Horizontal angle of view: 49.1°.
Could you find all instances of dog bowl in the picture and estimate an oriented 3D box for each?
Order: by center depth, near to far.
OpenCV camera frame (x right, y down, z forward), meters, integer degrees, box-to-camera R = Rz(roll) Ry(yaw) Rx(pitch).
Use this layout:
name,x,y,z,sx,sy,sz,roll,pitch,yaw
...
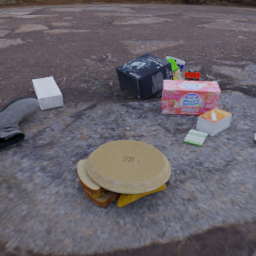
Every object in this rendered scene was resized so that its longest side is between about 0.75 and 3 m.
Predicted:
name,x,y,z,sx,sy,sz,roll,pitch,yaw
dog bowl,2.895,-4.028,17.438,1.220,0.481,1.220,14,23,-6

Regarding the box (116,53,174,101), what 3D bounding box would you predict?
name,x,y,z,sx,sy,sz,roll,pitch,yaw
box,0.859,-2.666,14.305,2.109,1.238,2.074,-30,40,-18

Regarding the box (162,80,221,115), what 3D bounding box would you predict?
name,x,y,z,sx,sy,sz,roll,pitch,yaw
box,2.749,-1.361,12.489,2.423,1.243,1.147,4,31,5

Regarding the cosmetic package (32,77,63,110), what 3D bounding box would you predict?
name,x,y,z,sx,sy,sz,roll,pitch,yaw
cosmetic package,-3.960,-1.746,13.706,1.058,0.649,2.564,-12,33,-19

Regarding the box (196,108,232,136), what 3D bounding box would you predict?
name,x,y,z,sx,sy,sz,roll,pitch,yaw
box,3.454,-0.259,11.246,1.235,0.602,0.768,-24,38,-34

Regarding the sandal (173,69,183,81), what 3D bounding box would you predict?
name,x,y,z,sx,sy,sz,roll,pitch,yaw
sandal,2.398,-3.261,15.921,1.121,1.005,3.057,-7,31,-12

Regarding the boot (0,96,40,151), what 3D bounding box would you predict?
name,x,y,z,sx,sy,sz,roll,pitch,yaw
boot,-4.391,-0.080,10.775,2.944,1.028,1.938,-34,47,-28

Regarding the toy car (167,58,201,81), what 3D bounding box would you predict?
name,x,y,z,sx,sy,sz,roll,pitch,yaw
toy car,2.630,-2.926,14.945,2.022,0.451,1.903,-22,62,3

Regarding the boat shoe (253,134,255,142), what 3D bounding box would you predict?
name,x,y,z,sx,sy,sz,roll,pitch,yaw
boat shoe,5.007,0.266,10.604,0.405,0.335,1.083,30,47,16

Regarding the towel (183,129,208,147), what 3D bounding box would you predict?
name,x,y,z,sx,sy,sz,roll,pitch,yaw
towel,2.584,0.378,10.672,0.711,0.146,0.953,13,35,26

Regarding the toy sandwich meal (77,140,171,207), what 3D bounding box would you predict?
name,x,y,z,sx,sy,sz,roll,pitch,yaw
toy sandwich meal,-0.079,1.334,8.347,2.777,0.951,2.777,3,28,-2
